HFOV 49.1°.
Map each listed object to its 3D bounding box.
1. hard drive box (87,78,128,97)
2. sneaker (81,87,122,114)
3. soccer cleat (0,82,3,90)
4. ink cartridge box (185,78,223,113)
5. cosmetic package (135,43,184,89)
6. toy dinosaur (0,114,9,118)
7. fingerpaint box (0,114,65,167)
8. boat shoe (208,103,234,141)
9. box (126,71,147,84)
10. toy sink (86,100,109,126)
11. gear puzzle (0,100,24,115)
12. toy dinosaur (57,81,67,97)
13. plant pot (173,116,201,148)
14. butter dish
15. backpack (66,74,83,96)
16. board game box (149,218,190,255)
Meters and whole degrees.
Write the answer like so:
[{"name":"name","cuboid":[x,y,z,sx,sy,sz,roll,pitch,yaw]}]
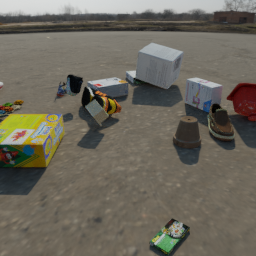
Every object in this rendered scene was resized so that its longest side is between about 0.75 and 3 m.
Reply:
[{"name":"hard drive box","cuboid":[-1.097,-2.182,15.338,1.817,0.698,1.416,-16,28,-30]},{"name":"sneaker","cuboid":[-1.286,-1.203,13.183,1.229,0.955,2.732,9,14,-31]},{"name":"soccer cleat","cuboid":[-7.960,-2.340,15.287,0.827,1.026,2.409,17,30,33]},{"name":"ink cartridge box","cuboid":[3.553,-1.598,13.387,0.728,1.243,1.720,-14,28,-28]},{"name":"cosmetic package","cuboid":[1.856,-3.735,16.693,2.175,1.795,1.793,23,41,21]},{"name":"toy dinosaur","cuboid":[-6.385,-0.766,12.372,2.665,0.633,1.175,-1,39,-2]},{"name":"fingerpaint box","cuboid":[-3.440,0.362,9.520,2.004,0.881,2.402,0,25,1]},{"name":"boat shoe","cuboid":[3.606,-0.339,11.071,0.874,0.875,2.365,0,24,0]},{"name":"box","cuboid":[1.270,-3.402,18.357,2.477,0.450,1.788,-8,26,-13]},{"name":"toy sink","cuboid":[-1.180,-0.598,11.205,0.535,0.954,0.622,-38,61,-4]},{"name":"gear puzzle","cuboid":[-5.684,-1.027,13.328,1.026,0.259,1.981,10,26,21]},{"name":"toy dinosaur","cuboid":[-3.630,-2.021,15.512,0.700,1.333,1.210,38,49,-9]},{"name":"plant pot","cuboid":[2.148,0.096,10.095,1.045,0.911,1.045,-1,25,0]},{"name":"butter dish","cuboid":[5.401,-0.995,12.080,1.902,1.406,1.896,7,-16,3]},{"name":"backpack","cuboid":[-2.564,-1.989,13.294,0.785,0.941,0.595,8,-20,-28]},{"name":"board game box","cuboid":[0.922,2.349,6.120,0.478,0.107,0.913,22,32,35]}]
